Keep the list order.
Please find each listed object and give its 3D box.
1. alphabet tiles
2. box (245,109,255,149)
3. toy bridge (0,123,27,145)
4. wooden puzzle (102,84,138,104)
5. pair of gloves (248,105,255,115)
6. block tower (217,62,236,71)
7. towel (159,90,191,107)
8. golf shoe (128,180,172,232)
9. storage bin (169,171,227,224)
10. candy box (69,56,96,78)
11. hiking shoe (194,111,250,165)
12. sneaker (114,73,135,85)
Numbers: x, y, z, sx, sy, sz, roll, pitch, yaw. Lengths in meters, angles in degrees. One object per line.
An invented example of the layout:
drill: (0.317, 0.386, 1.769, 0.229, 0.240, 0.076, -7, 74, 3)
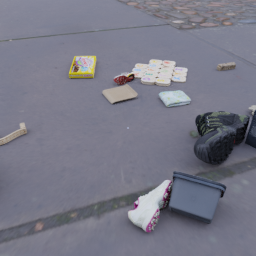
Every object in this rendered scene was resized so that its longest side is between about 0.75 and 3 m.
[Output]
alphabet tiles: (1.520, -2.729, 13.593, 2.634, 0.197, 2.693, 8, 36, 12)
box: (4.369, -0.047, 8.745, 0.974, 1.313, 0.703, -24, 41, -30)
toy bridge: (-4.358, 0.320, 9.131, 2.038, 0.277, 0.685, -14, 38, -20)
wooden puzzle: (-0.343, -1.404, 11.703, 1.184, 0.220, 1.095, -20, 39, -19)
pair of gloves: (5.500, -0.579, 10.419, 1.725, 0.302, 1.466, -18, 35, -28)
block tower: (4.946, -3.079, 14.028, 0.969, 0.262, 0.280, -12, 41, -16)
towel: (1.889, -1.211, 11.355, 1.070, 0.258, 0.916, -10, 35, -13)
golf shoe: (0.576, 1.759, 6.823, 0.717, 0.590, 1.567, 15, 36, 26)
storage bin: (1.592, 1.709, 6.744, 1.276, 0.928, 0.857, 15, 65, 20)
candy box: (-2.227, -3.078, 14.007, 1.158, 0.299, 2.265, 1, 35, -3)
hiking shoe: (2.627, 0.193, 8.770, 1.467, 1.104, 2.915, 22, 30, 36)
sneaker: (-0.223, -2.269, 12.789, 1.142, 0.445, 0.469, -20, 34, -41)
